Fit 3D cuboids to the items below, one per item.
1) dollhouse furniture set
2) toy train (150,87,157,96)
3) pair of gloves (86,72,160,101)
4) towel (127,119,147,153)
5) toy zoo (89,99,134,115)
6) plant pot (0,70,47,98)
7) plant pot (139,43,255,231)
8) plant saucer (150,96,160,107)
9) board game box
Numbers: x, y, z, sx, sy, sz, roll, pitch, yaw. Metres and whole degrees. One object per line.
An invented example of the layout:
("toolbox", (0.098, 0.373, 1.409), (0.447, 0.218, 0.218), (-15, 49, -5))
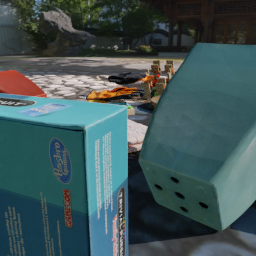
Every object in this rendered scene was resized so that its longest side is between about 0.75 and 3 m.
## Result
("dollhouse furniture set", (2.031, -2.276, 14.029), (2.467, 1.285, 2.493), (4, 39, 19))
("toy train", (2.053, -1.597, 13.415), (2.205, 0.460, 0.622), (10, 31, 30))
("pair of gloves", (-0.182, -1.956, 12.645), (2.663, 0.370, 2.989), (2, 31, 26))
("towel", (-0.930, 0.187, 7.683), (2.757, 0.465, 2.887), (-12, 21, -32))
("toy zoo", (-0.760, -0.878, 11.400), (1.542, 0.241, 2.351), (-5, 18, -13))
("plant pot", (-3.458, -0.593, 8.375), (1.559, 1.769, 1.767), (20, 23, 17))
("plant pot", (1.510, 0.131, 4.762), (1.902, 1.903, 2.692), (16, 53, 37))
("plant saucer", (2.134, -1.012, 11.655), (2.417, 0.356, 2.417), (0, 17, 0))
("board game box", (-1.448, 0.766, 2.888), (2.934, 2.215, 0.689), (8, 19, 23))
